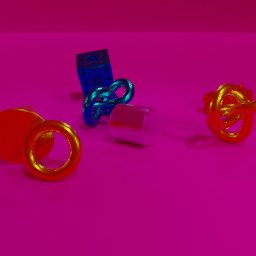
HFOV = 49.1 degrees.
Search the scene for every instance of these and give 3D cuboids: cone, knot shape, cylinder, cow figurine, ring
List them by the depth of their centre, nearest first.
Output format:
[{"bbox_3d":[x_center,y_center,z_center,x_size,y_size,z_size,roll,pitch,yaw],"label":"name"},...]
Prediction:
[{"bbox_3d":[-1.475,0.435,5.440,1.191,1.191,0.238,2,0,5],"label":"ring"},{"bbox_3d":[-2.314,-0.184,6.266,1.398,1.398,1.403,-3,36,-8],"label":"cone"},{"bbox_3d":[2.459,-0.383,6.583,1.596,1.706,0.788,22,42,-35],"label":"knot shape"},{"bbox_3d":[0.156,-0.090,7.073,0.960,0.960,0.960,11,23,28],"label":"cylinder"},{"bbox_3d":[-0.763,-0.725,8.356,1.876,0.867,1.755,-31,3,38],"label":"knot shape"},{"bbox_3d":[3.428,-0.992,9.691,1.632,0.896,1.606,4,22,25],"label":"cow figurine"}]

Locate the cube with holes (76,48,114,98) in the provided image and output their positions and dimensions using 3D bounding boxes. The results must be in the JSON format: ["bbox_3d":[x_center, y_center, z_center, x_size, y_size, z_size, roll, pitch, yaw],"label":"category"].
[{"bbox_3d":[-1.266,-2.167,11.027,1.272,1.272,1.272,-11,41,-2],"label":"cube with holes"}]
